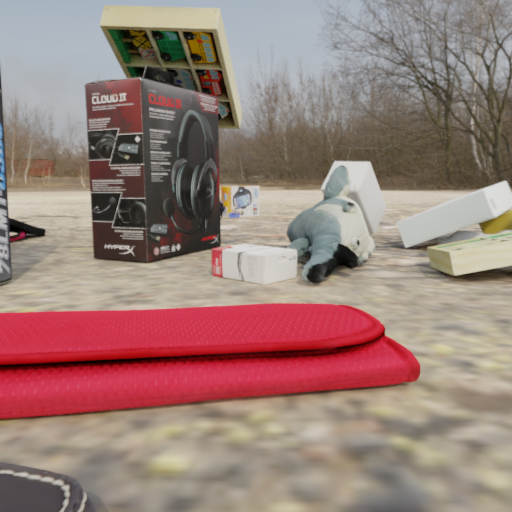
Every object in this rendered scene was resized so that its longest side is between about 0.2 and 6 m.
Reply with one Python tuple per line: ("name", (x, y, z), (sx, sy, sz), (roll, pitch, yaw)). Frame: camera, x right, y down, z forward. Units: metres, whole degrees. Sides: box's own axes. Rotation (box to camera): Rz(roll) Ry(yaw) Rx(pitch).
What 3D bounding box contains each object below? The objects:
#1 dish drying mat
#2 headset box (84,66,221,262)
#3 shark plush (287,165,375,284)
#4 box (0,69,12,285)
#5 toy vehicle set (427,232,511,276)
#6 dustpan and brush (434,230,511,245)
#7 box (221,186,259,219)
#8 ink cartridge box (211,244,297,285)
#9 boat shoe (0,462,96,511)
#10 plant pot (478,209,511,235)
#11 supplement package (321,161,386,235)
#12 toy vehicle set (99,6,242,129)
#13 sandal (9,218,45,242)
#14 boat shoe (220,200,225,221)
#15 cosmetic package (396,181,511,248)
("dish drying mat", (-1.303, 0.677, 4.198), (4.643, 0.423, 1.783), (-2, 8, -11))
("headset box", (-1.793, -1.708, 10.345), (1.289, 3.337, 2.483), (4, 8, 26))
("shark plush", (1.106, -0.075, 9.116), (1.512, 1.650, 3.631), (-19, 24, 13))
("box", (-4.842, -1.123, 7.397), (3.045, 3.068, 0.762), (3, 9, 11))
("toy vehicle set", (3.893, -0.162, 8.103), (2.499, 0.331, 1.553), (-11, 2, 5))
("dustpan and brush", (5.239, -0.422, 10.306), (3.736, 1.069, 2.608), (11, 4, 30))
("box", (-0.451, -1.846, 19.079), (0.372, 1.067, 1.792), (8, 12, 44))
("ink cartridge box", (-0.028, 0.107, 8.056), (1.028, 0.426, 0.754), (8, 11, 42))
("boat shoe", (-1.866, 0.811, 1.671), (2.771, 0.898, 0.997), (0, 8, 1))
("plant pot", (4.883, -0.501, 11.165), (0.640, 0.659, 0.645), (-21, -1, 27))
("supplement package", (2.195, -1.288, 12.454), (0.887, 0.876, 1.463), (8, -33, 35))
("toy vehicle set", (-1.489, -3.553, 10.991), (2.049, 0.437, 3.298), (4, -17, 7))
("sandal", (-5.536, -0.514, 12.300), (0.983, 0.590, 2.619), (7, -5, 12))
("boat shoe", (-1.500, -1.156, 13.306), (1.601, 0.743, 0.598), (11, 33, -30))
("cosmetic package", (4.103, -0.867, 11.390), (1.768, 0.606, 2.344), (-24, -3, 34))
